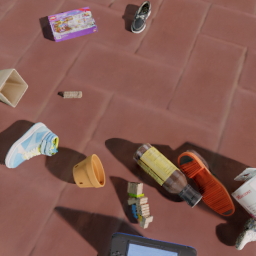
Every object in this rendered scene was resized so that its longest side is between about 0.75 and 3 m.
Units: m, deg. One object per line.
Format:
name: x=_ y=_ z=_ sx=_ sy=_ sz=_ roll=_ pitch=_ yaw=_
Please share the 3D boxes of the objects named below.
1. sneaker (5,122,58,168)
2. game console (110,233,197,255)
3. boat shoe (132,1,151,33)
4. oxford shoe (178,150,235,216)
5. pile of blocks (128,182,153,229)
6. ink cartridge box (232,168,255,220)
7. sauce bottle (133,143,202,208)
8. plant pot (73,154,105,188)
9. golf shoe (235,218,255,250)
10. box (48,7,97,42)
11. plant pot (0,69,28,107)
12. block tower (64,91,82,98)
sneaker: x=-3.517 y=0.865 z=10.634 sx=1.368 sy=0.833 sz=2.095 roll=30 pitch=68 yaw=15
game console: x=0.603 y=4.610 z=8.462 sx=2.615 sy=2.232 sz=1.547 roll=9 pitch=38 yaw=4
boat shoe: x=0.646 y=-5.545 z=13.913 sx=0.709 sy=0.565 sz=1.875 roll=14 pitch=65 yaw=7
oxford shoe: x=2.940 y=1.870 z=10.079 sx=2.675 sy=0.952 sz=0.970 roll=55 pitch=34 yaw=7
pile of blocks: x=0.441 y=2.699 z=9.993 sx=0.514 sy=0.680 sz=1.655 roll=5 pitch=66 yaw=-46
ink cartridge box: x=4.974 y=2.322 z=9.439 sx=1.611 sy=1.653 sz=2.572 roll=-35 pitch=70 yaw=-16
sauce bottle: x=1.429 y=1.729 z=10.183 sx=0.894 sy=0.894 sz=2.762 roll=-41 pitch=72 yaw=-18
plant pot: x=-1.438 y=1.636 z=10.142 sx=0.839 sy=1.199 sz=1.199 roll=-18 pitch=64 yaw=10
golf shoe: x=4.116 y=3.683 z=9.472 sx=0.589 sy=0.474 sz=1.211 roll=37 pitch=71 yaw=11
box: x=-2.721 y=-5.114 z=13.786 sx=2.098 sy=0.410 sz=1.436 roll=-17 pitch=65 yaw=-8
plant pot: x=-5.195 y=-1.757 z=11.792 sx=1.049 sy=1.185 sz=1.184 roll=14 pitch=64 yaw=19
block tower: x=-2.395 y=-1.435 z=12.095 sx=0.785 sy=0.227 sz=0.212 roll=-2 pitch=64 yaw=0
